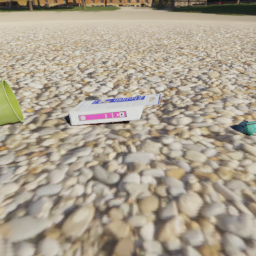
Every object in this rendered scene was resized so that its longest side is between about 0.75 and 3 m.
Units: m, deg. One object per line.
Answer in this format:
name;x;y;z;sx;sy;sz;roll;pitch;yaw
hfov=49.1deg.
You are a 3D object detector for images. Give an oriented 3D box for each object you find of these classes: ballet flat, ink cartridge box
ballet flat;3.956;-0.084;7.713;1.374;0.484;0.463;-19;2;35
ink cartridge box;-0.328;-0.599;8.666;2.713;0.503;1.285;-7;19;11

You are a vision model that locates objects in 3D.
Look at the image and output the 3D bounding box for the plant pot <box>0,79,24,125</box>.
plant pot;-4.029;-0.567;8.323;1.329;1.399;1.399;-23;30;-8
